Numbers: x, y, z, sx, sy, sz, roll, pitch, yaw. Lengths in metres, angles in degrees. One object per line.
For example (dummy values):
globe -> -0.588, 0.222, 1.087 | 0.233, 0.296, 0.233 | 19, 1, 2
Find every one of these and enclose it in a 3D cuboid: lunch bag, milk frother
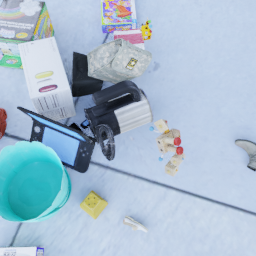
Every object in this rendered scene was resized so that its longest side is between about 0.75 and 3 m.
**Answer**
lunch bag -> -0.277, -2.472, 10.404 | 1.614, 1.968, 1.157 | 10, 69, -45
milk frother -> -0.155, -0.168, 10.013 | 2.298, 2.205, 2.443 | -22, 69, -9

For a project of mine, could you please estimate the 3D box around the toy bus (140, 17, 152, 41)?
toy bus -> 0.610, -3.456, 9.836 | 0.377, 0.688, 0.729 | -12, 34, -4

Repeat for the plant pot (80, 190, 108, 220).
plant pot -> -1.187, 2.566, 9.528 | 0.737, 0.754, 0.732 | 35, 70, 14

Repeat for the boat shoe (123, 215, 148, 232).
boat shoe -> 0.247, 3.305, 9.442 | 0.899, 0.336, 0.307 | 25, 73, 19

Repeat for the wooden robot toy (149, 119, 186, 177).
wooden robot toy -> 1.450, 0.442, 8.747 | 0.940, 2.133, 0.968 | 6, 35, 42

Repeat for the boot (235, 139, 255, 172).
boot -> 4.597, 1.048, 10.405 | 1.458, 0.494, 0.952 | 23, 73, 12

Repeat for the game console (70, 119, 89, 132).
game console -> -1.824, -0.099, 11.104 | 1.076, 0.130, 0.635 | -39, 71, -17

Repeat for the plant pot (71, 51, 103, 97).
plant pot -> -1.662, -2.109, 11.375 | 1.235, 1.388, 1.392 | 1, 72, -13

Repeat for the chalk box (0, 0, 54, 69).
chalk box -> -4.506, -3.655, 11.820 | 1.863, 1.854, 2.994 | 8, 66, 2

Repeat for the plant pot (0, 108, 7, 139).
plant pot -> -5.573, -0.248, 10.422 | 1.692, 1.740, 1.740 | 11, 65, -4

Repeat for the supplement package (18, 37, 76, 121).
supplement package -> -3.086, -1.814, 10.843 | 1.401, 1.967, 2.526 | -16, 66, -12

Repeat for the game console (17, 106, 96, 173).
game console -> -2.517, 0.481, 9.559 | 2.476, 2.177, 1.441 | 22, 22, 10

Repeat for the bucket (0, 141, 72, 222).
bucket -> -3.193, 1.885, 9.321 | 2.622, 1.706, 2.622 | 0, 66, 0

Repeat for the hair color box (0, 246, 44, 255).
hair color box -> -3.515, 5.090, 8.259 | 1.612, 0.956, 2.948 | -1, 67, 1

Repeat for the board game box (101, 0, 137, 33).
board game box -> -0.479, -5.694, 13.463 | 1.630, 0.543, 2.424 | -4, 65, -2

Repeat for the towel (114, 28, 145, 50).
towel -> 0.077, -3.303, 11.990 | 1.280, 0.202, 1.776 | -4, 102, 0
